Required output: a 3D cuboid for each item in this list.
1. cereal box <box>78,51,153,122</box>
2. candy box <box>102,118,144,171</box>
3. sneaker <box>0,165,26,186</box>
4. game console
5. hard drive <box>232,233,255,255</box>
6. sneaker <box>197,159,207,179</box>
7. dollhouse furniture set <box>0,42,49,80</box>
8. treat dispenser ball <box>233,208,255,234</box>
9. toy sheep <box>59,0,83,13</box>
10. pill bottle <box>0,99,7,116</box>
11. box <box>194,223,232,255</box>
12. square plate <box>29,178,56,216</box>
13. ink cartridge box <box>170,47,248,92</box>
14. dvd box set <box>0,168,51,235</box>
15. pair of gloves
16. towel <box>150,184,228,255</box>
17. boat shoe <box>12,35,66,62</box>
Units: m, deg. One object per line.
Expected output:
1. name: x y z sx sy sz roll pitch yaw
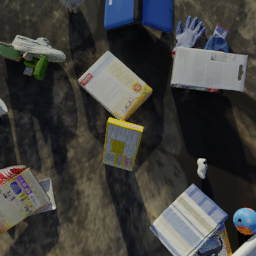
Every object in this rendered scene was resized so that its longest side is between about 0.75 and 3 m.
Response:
1. cereal box: -0.524 -1.679 11.415 2.528 0.500 1.819 43 82 8
2. candy box: -0.241 0.665 10.091 1.221 2.389 0.316 14 48 2
3. sneaker: -4.514 1.892 10.705 1.326 0.472 0.746 -15 75 4
4. game console: 0.476 -5.535 12.325 2.491 1.727 2.919 -4 76 31
5. hard drive: 4.339 5.111 9.841 2.874 0.384 1.896 -38 99 -8
6. sneaker: 2.883 1.566 10.804 0.293 0.342 0.786 3 78 -35
7. dollhouse furniture set: -4.420 -2.679 11.311 2.265 1.132 0.874 17 79 2
8. treat dispenser ball: 4.320 3.388 10.191 0.916 0.916 0.916 0 78 0
9. toy sheep: -2.430 -5.645 11.885 1.225 1.225 1.777 -22 79 -4
10. pill bottle: -5.540 -0.617 11.087 1.293 0.731 0.731 -27 80 -5
11. box: 2.716 4.241 10.262 1.906 0.395 1.135 -11 79 -2
12. square plate: -3.431 2.641 10.708 1.197 0.170 1.186 -14 78 -3
13. ink cartridge box: 3.207 -2.278 11.254 2.794 0.703 1.522 8 88 6
14. dvd box set: -4.145 2.674 10.341 2.062 0.303 1.509 -34 92 -12
15. pair of gloves: 3.177 -3.648 11.946 2.539 0.289 2.041 23 81 6
16. towel: 2.205 3.484 10.263 2.451 0.292 1.800 -42 63 -11
17. boat shoe: -3.669 -3.359 11.596 2.366 0.825 0.842 13 83 6
